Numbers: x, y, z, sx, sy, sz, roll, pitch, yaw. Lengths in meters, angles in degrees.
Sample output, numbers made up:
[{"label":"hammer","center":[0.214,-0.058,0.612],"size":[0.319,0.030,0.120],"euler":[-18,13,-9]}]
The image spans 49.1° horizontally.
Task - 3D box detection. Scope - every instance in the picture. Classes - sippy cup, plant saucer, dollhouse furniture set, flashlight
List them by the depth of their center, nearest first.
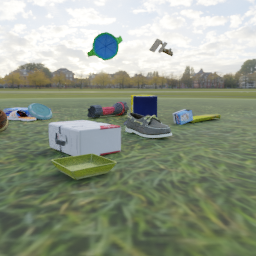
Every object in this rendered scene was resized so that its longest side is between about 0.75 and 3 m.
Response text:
[{"label":"plant saucer","center":[-0.881,0.761,5.531],"size":[0.982,0.235,0.980],"euler":[-5,10,-37]},{"label":"sippy cup","center":[-1.079,-3.737,12.831],"size":[1.584,1.244,1.161],"euler":[8,14,-14]},{"label":"dollhouse furniture set","center":[1.756,-3.971,14.700],"size":[0.909,0.779,0.956],"euler":[32,-7,23]},{"label":"plant saucer","center":[-4.705,-0.932,15.070],"size":[1.333,0.183,1.333],"euler":[25,28,-14]},{"label":"flashlight","center":[-1.104,-1.087,16.394],"size":[0.899,0.896,2.646],"euler":[7,9,40]}]

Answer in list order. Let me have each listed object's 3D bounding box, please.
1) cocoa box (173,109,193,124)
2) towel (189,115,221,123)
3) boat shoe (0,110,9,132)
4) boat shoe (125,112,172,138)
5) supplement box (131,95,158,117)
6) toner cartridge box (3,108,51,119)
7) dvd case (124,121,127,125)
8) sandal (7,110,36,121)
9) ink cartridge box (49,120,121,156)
[{"label":"cocoa box","center":[2.583,-0.529,13.161],"size":[0.775,0.517,0.508],"euler":[-20,18,-27]},{"label":"towel","center":[3.688,-0.480,14.582],"size":[2.641,0.238,1.136],"euler":[-9,7,-43]},{"label":"boat shoe","center":[-5.726,-0.376,9.909],"size":[2.729,0.982,0.922],"euler":[-1,-28,-19]},{"label":"boat shoe","center":[0.665,-0.118,10.010],"size":[0.861,0.720,2.410],"euler":[-5,9,-31]},{"label":"supplement box","center":[0.836,-1.170,15.448],"size":[1.274,1.282,2.342],"euler":[0,7,-3]},{"label":"toner cartridge box","center":[-5.692,-0.837,15.860],"size":[2.380,0.514,1.130],"euler":[2,8,17]},{"label":"dvd case","center":[0.387,-0.264,13.271],"size":[1.016,0.109,1.366],"euler":[1,8,7]},{"label":"sandal","center":[-5.524,-0.674,14.614],"size":[1.890,0.542,0.724],"euler":[4,9,28]},{"label":"ink cartridge box","center":[-1.181,0.244,7.466],"size":[1.257,0.710,1.713],"euler":[-6,10,-38]}]
